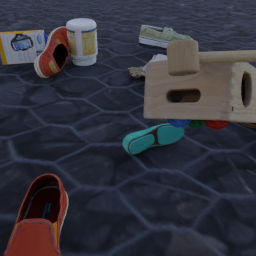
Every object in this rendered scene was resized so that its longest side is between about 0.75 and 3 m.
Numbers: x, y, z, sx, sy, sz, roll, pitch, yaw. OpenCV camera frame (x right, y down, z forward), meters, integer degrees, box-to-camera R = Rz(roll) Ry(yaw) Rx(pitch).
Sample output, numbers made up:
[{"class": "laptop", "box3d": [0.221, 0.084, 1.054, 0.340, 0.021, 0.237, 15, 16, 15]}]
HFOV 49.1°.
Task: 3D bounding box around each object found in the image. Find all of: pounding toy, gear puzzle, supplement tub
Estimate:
[{"class": "pounding toy", "box3d": [1.275, -0.532, 4.385, 2.142, 1.116, 2.438, 3, 2, 39]}, {"class": "gear puzzle", "box3d": [0.843, -2.126, 10.729, 1.641, 0.215, 0.850, -6, 34, -13]}, {"class": "supplement tub", "box3d": [-1.834, -3.471, 11.346, 1.174, 1.623, 1.174, 1, 36, -1]}]

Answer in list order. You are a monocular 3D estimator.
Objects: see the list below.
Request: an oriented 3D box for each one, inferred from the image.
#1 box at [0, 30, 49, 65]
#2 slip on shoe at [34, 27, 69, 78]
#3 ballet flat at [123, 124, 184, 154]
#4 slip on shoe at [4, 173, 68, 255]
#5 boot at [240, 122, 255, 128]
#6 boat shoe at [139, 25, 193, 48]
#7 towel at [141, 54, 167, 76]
[{"class": "box", "box3d": [-4.155, -3.303, 11.447, 2.069, 1.232, 0.429, -7, 33, -11]}, {"class": "slip on shoe", "box3d": [-2.701, -3.058, 11.048, 0.915, 1.108, 2.991, -8, 43, 18]}, {"class": "ballet flat", "box3d": [0.611, 0.191, 7.196, 1.717, 0.578, 0.604, -16, 25, -24]}, {"class": "slip on shoe", "box3d": [-1.536, 1.880, 4.573, 1.029, 0.850, 2.777, 1, 37, -2]}, {"class": "boot", "box3d": [3.791, -0.574, 7.543, 1.037, 1.345, 2.775, -13, 38, -19]}, {"class": "boat shoe", "box3d": [1.772, -4.303, 13.189, 2.648, 0.821, 0.953, 11, 37, 14]}, {"class": "towel", "box3d": [1.901, -2.014, 10.150, 2.550, 0.440, 1.690, 19, 40, 14]}]
